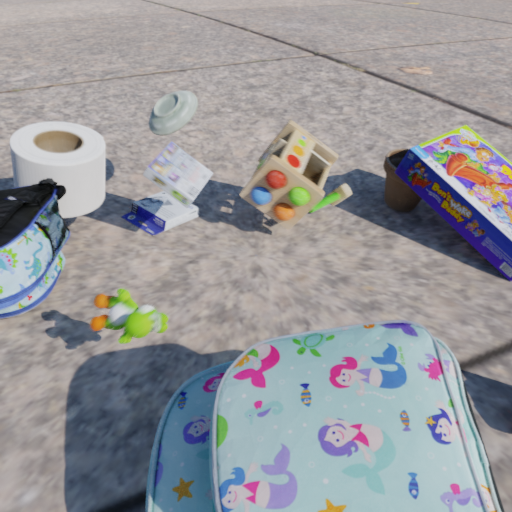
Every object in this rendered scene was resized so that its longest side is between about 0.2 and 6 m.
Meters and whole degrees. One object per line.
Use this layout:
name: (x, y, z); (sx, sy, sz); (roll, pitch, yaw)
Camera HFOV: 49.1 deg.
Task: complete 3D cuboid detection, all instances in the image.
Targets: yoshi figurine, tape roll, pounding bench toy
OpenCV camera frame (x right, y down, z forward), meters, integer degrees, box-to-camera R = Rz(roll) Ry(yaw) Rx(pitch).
yoshi figurine: (-1.572, 0.747, 6.755); (1.035, 0.582, 0.580); (6, 45, 28)
tape roll: (-3.465, -1.542, 9.887); (1.576, 1.082, 1.576); (7, 38, -6)
pounding bench toy: (0.871, -1.244, 10.336); (1.841, 1.144, 1.436); (34, 47, -11)

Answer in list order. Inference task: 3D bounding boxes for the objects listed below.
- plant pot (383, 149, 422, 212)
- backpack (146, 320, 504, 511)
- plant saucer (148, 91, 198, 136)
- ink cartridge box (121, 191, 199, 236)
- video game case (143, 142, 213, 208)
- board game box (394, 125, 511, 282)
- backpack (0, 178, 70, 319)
plant pot: (3.091, -1.480, 11.475); (1.163, 1.015, 1.163); (6, 37, -5)
backpack: (0.527, 2.038, 5.005); (2.999, 2.258, 2.662); (-9, 47, 8)
plant saucer: (-1.614, -2.745, 10.492); (1.071, 0.269, 1.071); (-14, 54, 21)
ink cartridge box: (-1.960, -0.891, 11.354); (1.162, 0.236, 1.164); (28, 42, 35)
video game case: (-1.317, -1.398, 9.580); (0.919, 0.230, 1.014); (38, 38, -9)
board game box: (4.235, -1.083, 10.301); (1.916, 0.638, 2.850); (-26, 65, -34)
backpack: (-4.056, 0.032, 8.562); (2.061, 1.655, 2.253); (-6, 30, 6)
